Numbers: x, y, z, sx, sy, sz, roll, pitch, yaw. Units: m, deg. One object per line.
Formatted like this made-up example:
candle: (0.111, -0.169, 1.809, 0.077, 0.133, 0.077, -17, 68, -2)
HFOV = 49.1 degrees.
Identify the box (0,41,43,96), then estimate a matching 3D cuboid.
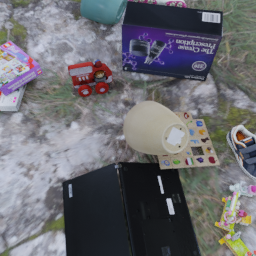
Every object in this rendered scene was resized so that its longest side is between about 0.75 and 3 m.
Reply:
box: (-3.934, -2.010, 9.180, 1.402, 0.401, 2.049, -39, 56, -20)

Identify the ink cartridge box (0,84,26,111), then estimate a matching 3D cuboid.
ink cartridge box: (-3.868, -1.052, 8.828, 1.040, 0.261, 1.199, 0, 52, -1)

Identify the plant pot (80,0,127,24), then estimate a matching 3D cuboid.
plant pot: (-0.797, -4.575, 10.254, 1.281, 1.596, 1.596, 27, 63, 3)

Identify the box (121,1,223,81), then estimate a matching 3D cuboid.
box: (1.282, -2.658, 8.827, 2.848, 2.010, 1.123, 8, 63, 5)

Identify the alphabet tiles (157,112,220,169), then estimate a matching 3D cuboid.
alphabet tiles: (1.550, 0.281, 8.045, 1.640, 0.074, 1.961, -3, 51, -7)

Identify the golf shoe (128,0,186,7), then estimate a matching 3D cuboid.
golf shoe: (1.126, -4.871, 10.884, 2.237, 0.842, 1.024, 8, 51, -4)

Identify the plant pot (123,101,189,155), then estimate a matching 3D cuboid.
plant pot: (0.780, 0.095, 6.793, 1.397, 1.492, 1.397, -4, 101, -20)

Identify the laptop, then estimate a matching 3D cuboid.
laptop: (0.005, 2.288, 7.048, 2.865, 1.480, 2.539, 5, 57, -27)

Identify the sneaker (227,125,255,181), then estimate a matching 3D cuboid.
sneaker: (3.322, 0.670, 7.703, 0.645, 0.653, 1.643, -21, 63, -13)

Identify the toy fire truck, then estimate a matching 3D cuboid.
toy fire truck: (-1.143, -1.633, 8.754, 1.318, 1.107, 0.739, -11, 61, -6)

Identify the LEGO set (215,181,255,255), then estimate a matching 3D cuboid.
LEGO set: (2.702, 2.368, 6.502, 1.107, 0.896, 2.408, 1, 58, 2)
